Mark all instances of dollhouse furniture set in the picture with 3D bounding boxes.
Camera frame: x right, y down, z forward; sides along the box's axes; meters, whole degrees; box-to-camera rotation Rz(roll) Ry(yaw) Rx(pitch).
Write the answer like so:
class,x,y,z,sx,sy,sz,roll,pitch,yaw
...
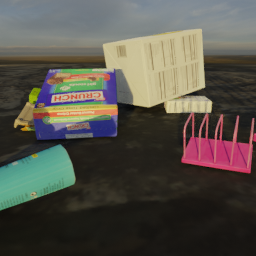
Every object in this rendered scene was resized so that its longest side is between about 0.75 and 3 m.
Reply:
class,x,y,z,sx,sy,sz,roll,pitch,yaw
dollhouse furniture set,-2.203,-0.381,7.999,1.282,0.990,2.565,6,35,-4

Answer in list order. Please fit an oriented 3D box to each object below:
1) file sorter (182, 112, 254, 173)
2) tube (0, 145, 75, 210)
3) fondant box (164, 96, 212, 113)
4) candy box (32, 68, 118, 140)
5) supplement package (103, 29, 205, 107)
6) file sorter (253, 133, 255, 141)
class,x,y,z,sx,sy,sz,roll,pitch,yaw
file sorter,1.559,0.183,4.823,1.108,0.695,0.770,7,31,23
tube,-1.648,0.770,3.078,2.104,0.530,0.815,-20,-9,-27
fondant box,1.977,-0.807,9.446,1.427,0.416,1.029,2,16,2
candy box,-1.189,-0.684,6.931,1.838,0.837,2.174,-2,37,-3
supplement package,0.933,-2.107,9.555,2.690,2.027,2.042,-22,22,-33
file sorter,4.150,-0.441,5.636,2.509,1.574,1.744,-8,17,-31
